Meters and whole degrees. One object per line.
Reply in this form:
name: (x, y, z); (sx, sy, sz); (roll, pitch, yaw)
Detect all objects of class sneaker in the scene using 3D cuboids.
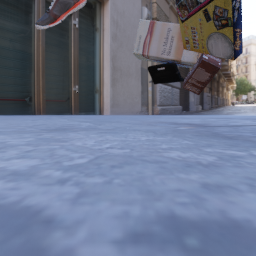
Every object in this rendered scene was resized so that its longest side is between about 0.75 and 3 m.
sneaker: (-1.892, -3.244, 7.461); (1.584, 0.648, 0.610); (-39, 40, -9)

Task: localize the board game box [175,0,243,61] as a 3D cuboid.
board game box: (1.596, -2.445, 5.648); (0.351, 2.028, 1.374); (-41, 45, -21)

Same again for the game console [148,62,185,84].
game console: (1.712, -2.228, 11.481); (1.395, 1.227, 0.812); (0, 38, 44)

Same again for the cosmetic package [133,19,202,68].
cosmetic package: (1.811, -3.327, 11.241); (2.865, 1.481, 1.250); (11, 5, 15)

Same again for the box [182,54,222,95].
box: (2.492, -1.830, 9.528); (0.692, 0.518, 1.382); (25, -39, -6)
